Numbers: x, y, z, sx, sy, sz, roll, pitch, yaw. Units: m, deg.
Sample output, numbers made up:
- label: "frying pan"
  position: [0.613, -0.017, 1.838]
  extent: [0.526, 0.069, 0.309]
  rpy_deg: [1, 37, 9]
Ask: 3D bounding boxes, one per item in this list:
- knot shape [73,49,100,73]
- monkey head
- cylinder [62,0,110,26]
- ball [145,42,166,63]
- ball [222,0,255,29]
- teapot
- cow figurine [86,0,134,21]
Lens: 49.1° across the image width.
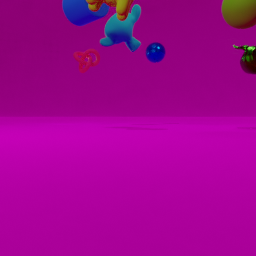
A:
- label: "knot shape"
  position: [-1.866, -2.981, 12.083]
  extent: [1.070, 1.143, 0.528]
  rpy_deg: [37, -12, 15]
- label: "monkey head"
  position: [-0.135, -3.615, 10.630]
  extent: [1.434, 1.993, 1.201]
  rpy_deg: [44, 0, 0]
- label: "cylinder"
  position: [-1.149, -3.389, 7.671]
  extent: [0.948, 0.948, 0.948]
  rpy_deg: [0, 2, 44]
- label: "ball"
  position: [1.250, -3.420, 12.721]
  extent: [0.920, 0.920, 0.920]
  rpy_deg: [0, 2, 0]
- label: "ball"
  position: [3.015, -3.150, 7.244]
  extent: [1.120, 1.120, 1.120]
  rpy_deg: [0, 2, 0]
- label: "teapot"
  position: [3.598, -1.949, 8.107]
  extent: [0.849, 1.365, 0.668]
  rpy_deg: [-39, 2, -22]
- label: "cow figurine"
  position: [-0.464, -3.537, 6.547]
  extent: [1.640, 1.613, 0.900]
  rpy_deg: [19, 3, -1]
